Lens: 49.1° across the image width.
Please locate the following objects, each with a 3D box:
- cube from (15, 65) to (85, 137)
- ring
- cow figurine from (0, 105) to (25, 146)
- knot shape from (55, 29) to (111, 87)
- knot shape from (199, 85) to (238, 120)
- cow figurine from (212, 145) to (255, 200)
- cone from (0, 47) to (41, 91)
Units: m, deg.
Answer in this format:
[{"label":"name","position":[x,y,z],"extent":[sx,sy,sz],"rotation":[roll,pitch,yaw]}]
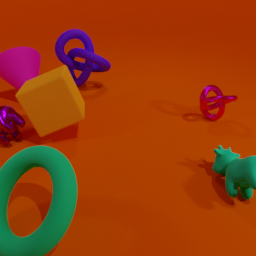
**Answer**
[{"label":"cube","position":[-1.865,-0.703,7.015],"extent":[1.186,1.186,1.186],"rotation":[-22,26,2]},{"label":"ring","position":[-1.593,1.156,4.478],"extent":[1.828,0.366,1.828],"rotation":[-12,63,24]},{"label":"cow figurine","position":[-3.227,-0.207,6.981],"extent":[1.322,1.344,0.738],"rotation":[48,46,7]},{"label":"knot shape","position":[-1.644,-2.403,9.413],"extent":[1.916,1.793,0.886],"rotation":[-10,37,30]},{"label":"knot shape","position":[2.351,-0.739,7.670],"extent":[1.018,1.088,0.503],"rotation":[31,40,-30]},{"label":"cow figurine","position":[2.206,0.767,5.526],"extent":[0.670,1.221,1.201],"rotation":[13,58,-19]},{"label":"cone","position":[-3.200,-1.434,8.763],"extent":[1.519,1.519,1.524],"rotation":[-19,72,-28]}]
